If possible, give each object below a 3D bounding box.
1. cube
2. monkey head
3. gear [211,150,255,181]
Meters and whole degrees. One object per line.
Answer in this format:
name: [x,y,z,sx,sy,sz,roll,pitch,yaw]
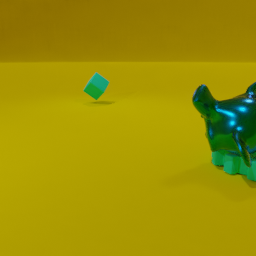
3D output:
cube: [-1.391,-1.832,12.339,0.738,0.738,0.738,-37,24,47]
monkey head: [1.878,-0.237,4.965,1.162,1.388,1.929,-10,42,47]
gear: [2.566,0.552,5.463,1.773,0.328,1.773,1,14,0]
